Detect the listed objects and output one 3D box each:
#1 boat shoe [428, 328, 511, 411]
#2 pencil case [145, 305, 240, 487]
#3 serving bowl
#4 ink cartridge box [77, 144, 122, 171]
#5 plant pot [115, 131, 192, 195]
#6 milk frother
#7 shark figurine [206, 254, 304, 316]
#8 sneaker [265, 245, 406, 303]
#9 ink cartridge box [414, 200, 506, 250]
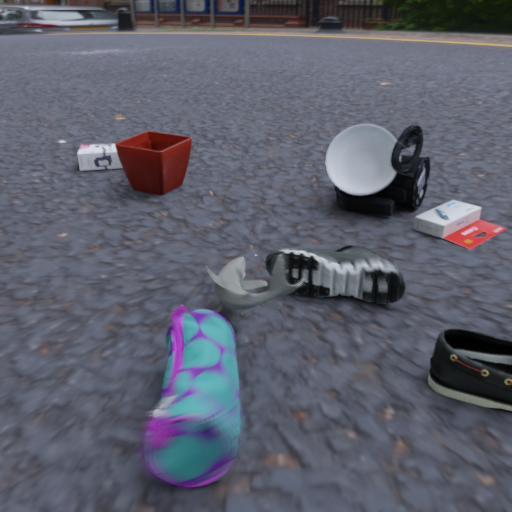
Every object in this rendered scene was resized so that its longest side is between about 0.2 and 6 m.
[{"bbox_3d":[2.953,1.272,5.931,2.125,0.666,0.778,10,28,15],"label":"boat shoe"},{"bbox_3d":[-0.602,1.305,5.619,0.797,0.866,1.874,-39,21,14],"label":"pencil case"},{"bbox_3d":[2.004,-1.738,10.473,1.363,1.363,0.448,9,-8,17],"label":"serving bowl"},{"bbox_3d":[-3.623,-2.336,13.222,1.038,0.438,0.751,-5,27,-9],"label":"ink cartridge box"},{"bbox_3d":[-2.107,-1.917,11.749,1.170,1.031,1.169,14,30,24],"label":"plant pot"},{"bbox_3d":[2.343,-1.778,10.686,1.655,1.759,1.588,14,32,26],"label":"milk frother"},{"bbox_3d":[-0.274,0.342,6.978,1.060,0.740,1.773,-46,22,-15],"label":"shark figurine"},{"bbox_3d":[1.144,0.193,8.089,1.988,0.661,0.899,8,22,13],"label":"sneaker"},{"bbox_3d":[3.647,-0.589,9.970,1.266,0.283,1.116,-22,33,-36],"label":"ink cartridge box"}]
